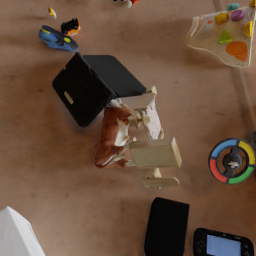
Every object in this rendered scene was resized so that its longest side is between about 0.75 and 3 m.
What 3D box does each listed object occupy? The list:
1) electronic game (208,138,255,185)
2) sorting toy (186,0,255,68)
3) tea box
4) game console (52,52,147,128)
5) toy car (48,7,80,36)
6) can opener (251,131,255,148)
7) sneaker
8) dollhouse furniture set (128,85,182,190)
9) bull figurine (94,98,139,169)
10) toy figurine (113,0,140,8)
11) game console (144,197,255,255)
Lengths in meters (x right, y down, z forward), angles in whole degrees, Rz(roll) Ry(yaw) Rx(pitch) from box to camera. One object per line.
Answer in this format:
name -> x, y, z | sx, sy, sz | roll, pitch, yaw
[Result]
electronic game -> 2.420, 0.779, 6.508 | 1.114, 0.232, 1.114 | 0, 100, -2
sorting toy -> 3.353, -3.583, 10.120 | 2.289, 1.358, 2.543 | 7, 60, 26
tea box -> -2.842, 3.582, 5.750 | 2.557, 1.737, 2.600 | -30, 64, -18
game console -> -0.958, -1.290, 9.058 | 2.121, 1.403, 2.411 | -47, 55, 10
toy car -> -2.321, -4.064, 10.563 | 0.784, 0.532, 1.598 | -35, 68, 7
can opener -> 4.522, -0.107, 8.548 | 2.103, 0.554, 0.699 | -32, 31, -17
sneaker -> -2.520, -3.120, 10.170 | 1.512, 0.593, 0.498 | 27, 37, -5
dollhouse furniture set -> 1.032, 0.157, 7.765 | 1.151, 2.011, 2.358 | -6, 32, 26
bull figurine -> -0.262, 0.005, 8.133 | 1.526, 0.819, 2.513 | -4, 65, 30
toy figurine -> -0.083, -5.389, 10.981 | 1.075, 1.058, 0.748 | 38, 58, 19
game console -> 1.797, 2.773, 7.045 | 2.688, 0.324, 1.586 | 11, 63, 5
